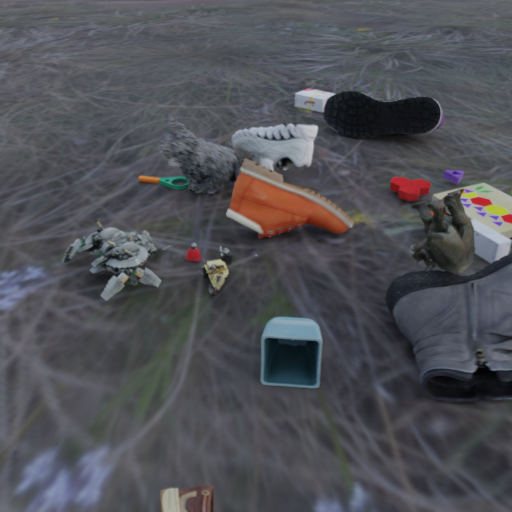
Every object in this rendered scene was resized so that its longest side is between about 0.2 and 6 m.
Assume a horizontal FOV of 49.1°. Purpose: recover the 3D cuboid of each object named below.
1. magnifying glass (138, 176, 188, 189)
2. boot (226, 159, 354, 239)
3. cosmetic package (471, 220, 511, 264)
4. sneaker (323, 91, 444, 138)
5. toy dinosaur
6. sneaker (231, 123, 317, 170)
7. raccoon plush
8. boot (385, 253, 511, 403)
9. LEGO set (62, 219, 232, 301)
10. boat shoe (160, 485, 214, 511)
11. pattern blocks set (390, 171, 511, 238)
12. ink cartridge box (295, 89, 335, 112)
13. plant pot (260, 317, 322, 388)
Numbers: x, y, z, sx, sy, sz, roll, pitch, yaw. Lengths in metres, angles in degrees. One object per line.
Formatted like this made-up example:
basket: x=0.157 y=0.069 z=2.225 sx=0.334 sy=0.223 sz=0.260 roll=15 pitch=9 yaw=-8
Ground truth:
magnifying glass: x=-1.936 y=-1.588 z=11.915 sx=1.152 sy=0.129 sz=0.459 roll=6 pitch=33 yaw=11
boot: x=0.584 y=-0.730 z=9.930 sx=2.230 sy=1.196 sz=0.837 roll=24 pitch=7 yaw=-4
cosmetic package: x=3.840 y=-0.240 z=9.459 sx=0.311 sy=0.427 sz=0.839 roll=-14 pitch=33 yaw=-21
sneaker: x=3.271 y=-3.531 z=14.464 sx=3.021 sy=1.144 sz=1.323 roll=12 pitch=11 yaw=23
toy dinosaur: x=2.636 y=-0.230 z=7.598 sx=0.896 sy=1.191 sz=2.328 roll=-19 pitch=3 yaw=6
sneaker: x=0.312 y=-2.340 z=12.168 sx=0.888 sy=0.958 sz=2.365 roll=-12 pitch=14 yaw=-39
raccoon plush: x=-0.862 y=-2.094 z=10.960 sx=2.137 sy=1.432 sz=1.034 roll=-12 pitch=57 yaw=20
boot: x=3.302 y=0.955 z=7.186 sx=2.963 sy=1.034 sz=1.951 roll=-13 pitch=36 yaw=0
LEGO set: x=-1.760 y=-0.087 z=8.867 sx=2.750 sy=0.779 sz=1.786 roll=-5 pitch=32 yaw=-7
boat shoe: x=-0.411 y=2.641 z=4.668 sx=0.619 sy=0.621 sz=1.720 roll=-9 pitch=27 yaw=-12
pattern blocks set: x=4.371 y=-0.871 z=10.610 sx=2.860 sy=0.264 sz=3.254 roll=-9 pitch=33 yaw=-14
ink cartridge box: x=1.733 y=-4.566 z=16.429 sx=0.983 sy=0.410 sz=0.713 roll=24 pitch=39 yaw=33
plant pot: x=0.443 y=1.133 z=7.030 sx=0.714 sy=0.716 sz=0.729 roll=3 pitch=24 yaw=4
